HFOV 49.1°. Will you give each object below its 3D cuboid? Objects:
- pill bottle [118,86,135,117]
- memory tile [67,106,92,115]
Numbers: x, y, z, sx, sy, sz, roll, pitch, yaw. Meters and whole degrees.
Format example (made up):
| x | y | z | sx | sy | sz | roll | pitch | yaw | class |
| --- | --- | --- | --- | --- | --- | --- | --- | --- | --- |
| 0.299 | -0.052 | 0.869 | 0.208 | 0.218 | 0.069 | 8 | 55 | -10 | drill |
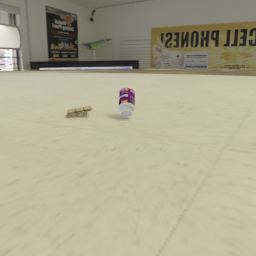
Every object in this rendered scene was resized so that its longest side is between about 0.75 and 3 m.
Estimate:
| x | y | z | sx | sy | sz | roll | pitch | yaw | class |
| --- | --- | --- | --- | --- | --- | --- | --- | --- | --- |
| -0.038 | -0.838 | 8.993 | 0.524 | 0.524 | 0.932 | 1 | 59 | 1 | pill bottle |
| -1.644 | -0.603 | 9.475 | 0.859 | 0.094 | 1.121 | -11 | 11 | -9 | memory tile |
